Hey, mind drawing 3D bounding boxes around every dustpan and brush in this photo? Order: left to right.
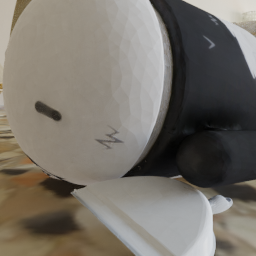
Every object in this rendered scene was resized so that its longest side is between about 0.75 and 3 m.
[{"bbox_3d":[0.346,0.550,1.851,1.213,0.347,0.847,-12,23,-36],"label":"dustpan and brush"}]

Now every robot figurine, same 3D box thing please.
[{"bbox_3d":[0.267,-0.323,2.805,2.798,1.746,2.102,1,-11,-39],"label":"robot figurine"}]

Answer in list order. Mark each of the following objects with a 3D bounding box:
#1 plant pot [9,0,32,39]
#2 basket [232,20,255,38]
[{"bbox_3d":[-2.151,-2.842,7.565,2.234,2.385,2.234,36,18,-13],"label":"plant pot"},{"bbox_3d":[2.916,-1.129,6.977,2.545,2.568,2.065,4,5,30],"label":"basket"}]
